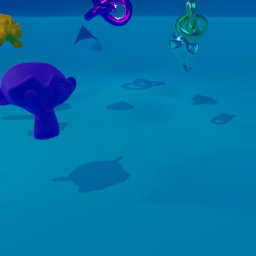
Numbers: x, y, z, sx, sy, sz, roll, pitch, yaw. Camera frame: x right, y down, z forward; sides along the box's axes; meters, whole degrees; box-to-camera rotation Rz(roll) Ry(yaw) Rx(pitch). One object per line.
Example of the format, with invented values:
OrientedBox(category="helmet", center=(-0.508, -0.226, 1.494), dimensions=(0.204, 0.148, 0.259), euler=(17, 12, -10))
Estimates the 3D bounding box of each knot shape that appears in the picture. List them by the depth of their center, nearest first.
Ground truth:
OrientedBox(category="knot shape", center=(1.696, -2.862, 7.459), dimensions=(0.515, 1.043, 1.115), euler=(4, 14, 42))
OrientedBox(category="knot shape", center=(-0.955, -4.712, 11.099), dimensions=(1.968, 0.909, 1.841), euler=(33, 50, 18))

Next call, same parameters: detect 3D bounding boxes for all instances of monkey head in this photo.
OrientedBox(category="monkey head", center=(-1.624, -0.513, 5.048), dimensions=(1.820, 1.309, 1.097), euler=(-11, 20, -32))
OrientedBox(category="monkey head", center=(-3.842, -2.936, 8.589), dimensions=(0.888, 1.474, 1.061), euler=(7, 61, 48))
OrientedBox(category="monkey head", center=(1.818, -2.727, 9.662), dimensions=(1.149, 1.597, 0.962), euler=(-13, -11, -19))

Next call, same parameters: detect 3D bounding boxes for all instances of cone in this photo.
OrientedBox(category="cone", center=(-1.396, -2.947, 9.075), dimensions=(0.988, 0.988, 0.991), euler=(-8, 69, -16))
